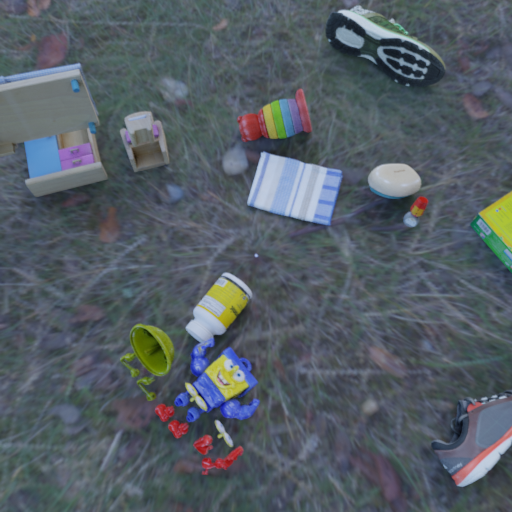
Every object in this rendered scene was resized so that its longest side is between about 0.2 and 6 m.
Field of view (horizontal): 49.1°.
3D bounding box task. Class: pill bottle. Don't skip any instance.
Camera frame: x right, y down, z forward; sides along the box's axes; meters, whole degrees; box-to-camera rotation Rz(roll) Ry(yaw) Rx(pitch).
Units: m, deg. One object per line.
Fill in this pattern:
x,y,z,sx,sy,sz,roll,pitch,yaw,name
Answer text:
-0.616,0.871,8.998,0.615,0.615,1.105,35,72,13,pill bottle

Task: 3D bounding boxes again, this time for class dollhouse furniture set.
-3.149,-2.724,9.160,2.795,2.961,1.932,-15,70,-6,dollhouse furniture set

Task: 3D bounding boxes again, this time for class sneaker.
3.514,2.350,8.315,2.222,0.856,0.910,-38,67,-14,sneaker
2.659,-4.260,10.934,2.492,0.958,1.104,33,62,9,sneaker

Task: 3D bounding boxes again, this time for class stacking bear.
0.314,-2.470,10.271,1.292,0.784,0.735,-13,25,7,stacking bear

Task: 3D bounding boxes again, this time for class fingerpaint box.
4.564,-0.400,9.559,1.117,0.491,1.339,-32,72,-11,fingerpaint box

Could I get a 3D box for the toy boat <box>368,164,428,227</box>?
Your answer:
2.483,-1.076,9.713,1.036,0.573,1.233,-9,50,-27,toy boat

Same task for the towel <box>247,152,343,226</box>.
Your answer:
0.699,-1.224,10.057,1.557,0.185,1.143,15,70,6,towel

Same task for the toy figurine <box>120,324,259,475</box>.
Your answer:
-0.760,1.901,8.610,1.442,1.269,2.406,-28,71,-41,toy figurine
